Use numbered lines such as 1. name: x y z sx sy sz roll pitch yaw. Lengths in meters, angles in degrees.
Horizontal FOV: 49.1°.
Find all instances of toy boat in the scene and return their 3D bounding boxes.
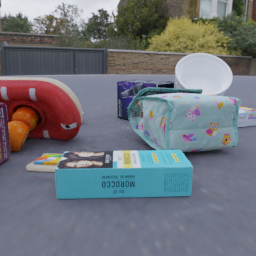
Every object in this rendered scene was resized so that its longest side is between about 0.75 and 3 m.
1. toy boat: -2.712 -0.190 7.413 2.899 1.892 1.895 1 44 7

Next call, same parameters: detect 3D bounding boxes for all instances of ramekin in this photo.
1. ramekin: 2.607 -1.652 10.017 1.957 1.957 0.954 0 -31 0

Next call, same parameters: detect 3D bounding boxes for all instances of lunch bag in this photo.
1. lunch bag: 1.319 -0.292 7.439 2.116 1.514 2.484 -2 12 -20

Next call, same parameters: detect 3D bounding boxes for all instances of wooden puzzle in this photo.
1. wooden puzzle: -1.650 0.721 6.114 0.828 0.167 0.895 2 14 6

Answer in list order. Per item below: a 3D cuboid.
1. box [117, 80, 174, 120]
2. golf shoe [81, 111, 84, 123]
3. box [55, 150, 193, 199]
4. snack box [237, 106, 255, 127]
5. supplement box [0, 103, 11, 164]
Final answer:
1. box: 0.624 -1.019 10.567 2.029 1.501 1.058 11 18 42
2. golf shoe: -2.497 -0.452 10.075 1.747 0.684 0.849 4 20 19
3. box: -0.075 0.788 4.993 2.247 0.552 0.925 -1 13 -3
4. snack box: 3.416 -0.433 10.062 2.149 0.569 1.528 -5 14 -20
5. supplement box: -3.630 0.337 5.128 1.717 1.354 2.623 1 13 6
